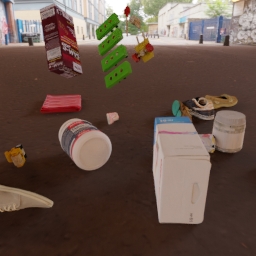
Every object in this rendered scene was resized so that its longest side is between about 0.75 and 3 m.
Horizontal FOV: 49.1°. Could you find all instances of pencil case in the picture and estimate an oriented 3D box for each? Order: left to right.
[{"bbox_3d":[2.110,0.514,9.135,1.416,0.589,0.642,1,28,3],"label":"pencil case"}]

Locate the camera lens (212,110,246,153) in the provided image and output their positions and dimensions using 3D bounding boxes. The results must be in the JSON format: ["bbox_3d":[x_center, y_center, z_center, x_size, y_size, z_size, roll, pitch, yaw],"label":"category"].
[{"bbox_3d":[3.295,0.135,9.204,0.981,1.227,0.981,0,21,0],"label":"camera lens"}]

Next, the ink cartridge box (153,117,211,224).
[{"bbox_3d":[1.149,0.878,6.687,0.978,1.669,2.310,0,21,0],"label":"ink cartridge box"}]

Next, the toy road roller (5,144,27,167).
[{"bbox_3d":[-3.426,0.868,8.441,0.555,0.468,0.761,-17,22,-2],"label":"toy road roller"}]

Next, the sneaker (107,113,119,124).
[{"bbox_3d":[-0.632,-0.437,11.862,0.502,0.362,0.961,-7,18,-5],"label":"sneaker"}]

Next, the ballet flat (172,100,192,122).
[{"bbox_3d":[2.406,-0.652,12.193,0.713,0.669,1.972,19,20,-8],"label":"ballet flat"}]

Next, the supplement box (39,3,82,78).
[{"bbox_3d":[-2.893,-3.718,12.197,0.844,2.771,1.508,-12,-6,19],"label":"supplement box"}]

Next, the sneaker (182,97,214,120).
[{"bbox_3d":[3.049,-1.040,12.807,0.830,0.840,2.117,-17,26,-34],"label":"sneaker"}]

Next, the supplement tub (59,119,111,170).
[{"bbox_3d":[-1.350,0.438,8.491,1.180,1.180,1.682,-12,24,-28],"label":"supplement tub"}]

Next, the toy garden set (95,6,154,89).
[{"bbox_3d":[-0.110,-2.878,9.576,0.500,2.505,2.088,10,-29,-45],"label":"toy garden set"}]

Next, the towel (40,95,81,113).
[{"bbox_3d":[-3.332,-1.299,14.199,1.879,0.292,2.599,-3,21,-9],"label":"towel"}]

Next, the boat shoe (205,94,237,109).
[{"bbox_3d":[4.667,-1.426,13.999,2.076,0.653,0.757,-10,23,-23],"label":"boat shoe"}]

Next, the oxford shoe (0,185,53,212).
[{"bbox_3d":[-2.641,1.650,6.364,1.890,0.711,0.546,9,63,3],"label":"oxford shoe"}]
